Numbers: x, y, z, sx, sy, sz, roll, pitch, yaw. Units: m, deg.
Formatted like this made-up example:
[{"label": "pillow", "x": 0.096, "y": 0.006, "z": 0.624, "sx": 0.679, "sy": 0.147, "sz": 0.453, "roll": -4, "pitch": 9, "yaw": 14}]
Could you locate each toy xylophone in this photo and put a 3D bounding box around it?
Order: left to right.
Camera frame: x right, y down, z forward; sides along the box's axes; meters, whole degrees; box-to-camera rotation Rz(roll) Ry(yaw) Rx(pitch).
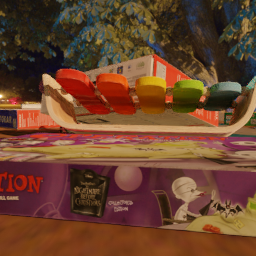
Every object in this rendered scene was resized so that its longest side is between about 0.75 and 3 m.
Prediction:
[{"label": "toy xylophone", "x": 0.235, "y": -0.158, "z": 3.481, "sx": 2.481, "sy": 0.623, "sz": 1.817, "roll": 3, "pitch": -10, "yaw": 0}]

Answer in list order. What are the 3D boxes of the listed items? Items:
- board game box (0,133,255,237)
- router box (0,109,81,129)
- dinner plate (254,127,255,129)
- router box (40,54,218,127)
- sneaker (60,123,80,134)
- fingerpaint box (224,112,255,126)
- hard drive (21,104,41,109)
[{"label": "board game box", "x": 0.089, "y": 0.278, "z": 2.140, "sx": 2.637, "sy": 0.426, "sz": 1.583, "roll": 1, "pitch": 0, "yaw": 12}, {"label": "router box", "x": -3.077, "y": -0.342, "z": 9.311, "sx": 2.097, "sy": 0.571, "sz": 2.337, "roll": -4, "pitch": 5, "yaw": -41}, {"label": "dinner plate", "x": 4.374, "y": -0.037, "z": 8.180, "sx": 1.289, "sy": 0.156, "sz": 1.289, "roll": -1, "pitch": 4, "yaw": 0}, {"label": "router box", "x": 0.049, "y": -0.408, "z": 5.088, "sx": 2.447, "sy": 0.598, "sz": 2.196, "roll": -4, "pitch": -13, "yaw": 39}, {"label": "sneaker", "x": -1.450, "y": -0.042, "z": 6.775, "sx": 0.431, "sy": 0.521, "sz": 1.092, "roll": 41, "pitch": 9, "yaw": -20}, {"label": "fingerpaint box", "x": 4.305, "y": -0.342, "z": 9.993, "sx": 1.114, "sy": 0.490, "sz": 1.336, "roll": -4, "pitch": 6, "yaw": -44}, {"label": "hard drive", "x": -3.156, "y": -0.777, "z": 10.094, "sx": 1.285, "sy": 0.171, "sz": 0.847, "roll": -1, "pitch": 4, "yaw": -24}]
